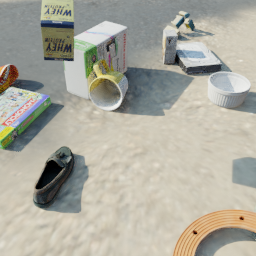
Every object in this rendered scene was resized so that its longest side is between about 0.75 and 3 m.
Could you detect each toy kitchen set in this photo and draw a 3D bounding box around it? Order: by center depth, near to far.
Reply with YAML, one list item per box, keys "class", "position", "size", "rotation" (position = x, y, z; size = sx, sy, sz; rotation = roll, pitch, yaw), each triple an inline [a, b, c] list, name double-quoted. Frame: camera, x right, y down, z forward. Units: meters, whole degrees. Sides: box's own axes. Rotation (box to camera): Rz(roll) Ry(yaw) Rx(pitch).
- class: "toy kitchen set"
  position: [2.725, -4.915, 14.023]
  size: [1.432, 1.147, 0.843]
  rotation: [-48, 50, 2]

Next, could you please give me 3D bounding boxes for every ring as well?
- class: "ring"
  position: [1.966, 2.478, 4.986]
  size: [2.392, 0.230, 2.392]
  rotation: [-12, 33, 8]

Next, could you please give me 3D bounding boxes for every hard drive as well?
- class: "hard drive"
  position: [2.759, -2.972, 11.723]
  size: [1.511, 0.409, 2.162]
  rotation: [-7, 41, -7]

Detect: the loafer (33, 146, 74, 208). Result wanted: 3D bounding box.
- class: "loafer"
  position: [-1.768, 1.037, 6.806]
  size: [0.661, 0.579, 1.840]
  rotation: [6, 40, 7]

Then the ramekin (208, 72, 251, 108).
- class: "ramekin"
  position: [3.346, -1.267, 9.450]
  size: [1.355, 0.711, 1.355]
  rotation: [0, 41, 0]

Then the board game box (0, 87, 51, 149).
- class: "board game box"
  position: [-3.749, -0.415, 8.723]
  size: [1.605, 0.347, 2.384]
  rotation: [13, 42, 16]

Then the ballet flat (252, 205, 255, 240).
- class: "ballet flat"
  position: [3.376, 1.513, 6.089]
  size: [0.821, 0.776, 2.437]
  rotation: [26, 47, 29]

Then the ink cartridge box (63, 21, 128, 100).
- class: "ink cartridge box"
  position: [-1.073, -2.471, 10.002]
  size: [1.054, 1.818, 2.511]
  rotation: [22, 45, 23]

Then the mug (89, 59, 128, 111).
- class: "mug"
  position: [-0.522, -1.458, 9.232]
  size: [1.149, 1.435, 1.178]
  rotation: [15, 34, 12]

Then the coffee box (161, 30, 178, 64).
- class: "coffee box"
  position: [1.690, -3.317, 11.492]
  size: [0.484, 1.213, 0.694]
  rotation: [-1, 40, -1]

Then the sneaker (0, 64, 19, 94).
- class: "sneaker"
  position: [-4.728, -1.427, 9.773]
  size: [0.867, 0.821, 2.248]
  rotation: [-8, 33, 32]

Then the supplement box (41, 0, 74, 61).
- class: "supplement box"
  position: [-1.395, -1.979, 5.631]
  size: [0.605, 0.902, 0.901]
  rotation: [-1, 55, -12]
